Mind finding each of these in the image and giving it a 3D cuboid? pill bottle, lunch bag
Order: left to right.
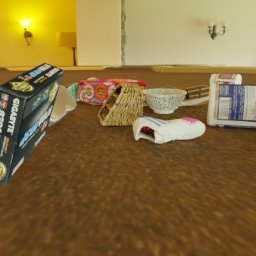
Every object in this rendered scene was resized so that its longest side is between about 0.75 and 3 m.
[{"bbox_3d":[-0.626,-1.660,12.664,2.742,1.123,2.415,8,12,29],"label":"lunch bag"},{"bbox_3d":[5.963,-2.863,17.167,1.659,0.947,0.947,13,20,38],"label":"pill bottle"},{"bbox_3d":[3.631,-0.655,8.401,2.352,1.306,1.306,4,16,15],"label":"pill bottle"}]

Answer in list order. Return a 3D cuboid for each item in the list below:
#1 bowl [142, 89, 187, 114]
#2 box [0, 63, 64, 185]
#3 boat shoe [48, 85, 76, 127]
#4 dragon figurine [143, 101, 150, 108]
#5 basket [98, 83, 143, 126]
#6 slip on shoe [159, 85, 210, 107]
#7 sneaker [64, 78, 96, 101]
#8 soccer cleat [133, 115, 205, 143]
[{"bbox_3d":[1.368,-1.002,10.652,1.696,0.796,1.696,-1,15,0],"label":"bowl"},{"bbox_3d":[-1.951,-0.219,5.406,0.495,1.709,2.150,20,22,-5],"label":"box"},{"bbox_3d":[-2.385,-0.690,9.036,0.857,0.951,2.644,-33,16,13],"label":"boat shoe"},{"bbox_3d":[0.771,-1.027,11.740,0.452,0.267,0.908,1,18,2],"label":"dragon figurine"},{"bbox_3d":[-0.307,-0.843,9.200,1.312,1.257,1.761,-1,15,-9],"label":"basket"},{"bbox_3d":[2.242,-1.276,11.903,2.461,0.936,0.745,-8,-27,5],"label":"slip on shoe"},{"bbox_3d":[-2.406,-1.954,13.933,1.180,1.004,2.587,5,14,31],"label":"sneaker"},{"bbox_3d":[1.028,0.128,7.145,1.847,0.645,0.797,3,37,8],"label":"soccer cleat"}]
